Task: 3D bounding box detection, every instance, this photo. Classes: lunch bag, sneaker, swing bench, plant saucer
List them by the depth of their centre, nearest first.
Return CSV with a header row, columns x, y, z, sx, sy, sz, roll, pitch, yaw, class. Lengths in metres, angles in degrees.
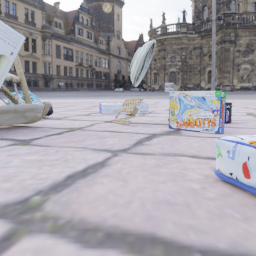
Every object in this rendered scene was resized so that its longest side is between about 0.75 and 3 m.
x,y,z,sx,sy,sz,roll,pitch,yaw,class
1.890,0.353,3.166,1.634,0.617,1.309,-3,6,-17,lunch bag
-4.218,-1.044,7.945,1.784,2.749,2.735,-42,-18,30,swing bench
0.437,-2.302,9.789,0.437,1.741,1.741,25,11,6,plant saucer
-4.368,-1.062,12.101,2.789,1.204,1.082,4,8,32,sneaker

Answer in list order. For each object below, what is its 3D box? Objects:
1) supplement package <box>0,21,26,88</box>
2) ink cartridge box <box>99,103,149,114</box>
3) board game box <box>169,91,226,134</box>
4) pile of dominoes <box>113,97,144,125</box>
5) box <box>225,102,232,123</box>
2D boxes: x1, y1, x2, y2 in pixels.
x,y,z,sx,sy,sz,roll,pitch,yaw,class
-3.592,-1.627,6.571,1.360,1.793,1.350,31,-20,-36,supplement package
-0.232,-1.033,14.622,2.440,0.539,1.147,-1,8,-12,ink cartridge box
1.852,-0.460,7.682,0.281,1.105,1.633,-5,8,-44,board game box
-0.068,-0.619,9.384,0.204,0.998,1.280,32,-12,-28,pile of dominoes
2.982,-0.556,9.949,1.170,0.727,0.869,0,7,3,box
